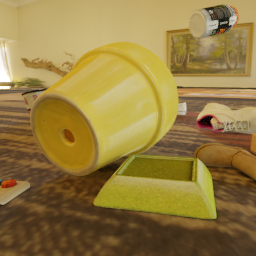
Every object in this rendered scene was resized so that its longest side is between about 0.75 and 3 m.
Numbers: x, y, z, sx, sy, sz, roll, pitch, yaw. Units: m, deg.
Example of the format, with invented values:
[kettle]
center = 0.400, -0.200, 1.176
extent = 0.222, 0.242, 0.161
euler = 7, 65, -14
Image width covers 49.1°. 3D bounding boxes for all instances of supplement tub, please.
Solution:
[supplement tub]
center = 2.222, -2.763, 7.220
extent = 1.163, 0.713, 0.713
euler = -20, 17, -20

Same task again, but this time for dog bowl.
[dog bowl]
center = -3.263, -1.169, 12.799
extent = 2.912, 1.074, 2.912
euler = -8, 3, 0

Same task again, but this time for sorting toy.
[sorting toy]
center = -2.214, 1.021, 4.393
extent = 0.848, 0.152, 1.138
euler = 2, 11, 13

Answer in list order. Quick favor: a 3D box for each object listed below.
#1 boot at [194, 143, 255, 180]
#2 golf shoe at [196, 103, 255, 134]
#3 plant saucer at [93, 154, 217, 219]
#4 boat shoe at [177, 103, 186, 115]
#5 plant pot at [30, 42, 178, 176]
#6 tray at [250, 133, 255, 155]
[boot]
center = 2.145, 0.685, 5.337
extent = 1.312, 0.495, 1.498
euler = -2, 11, -10
[golf shoe]
center = 3.483, -0.155, 9.347
extent = 1.172, 0.965, 2.562
euler = -33, 30, -35
[plant saucer]
center = 0.529, 0.827, 4.703
extent = 1.768, 0.424, 1.771
euler = 3, 10, 14
[boat shoe]
center = 1.887, -1.081, 14.225
extent = 2.140, 0.747, 0.759
euler = 3, 11, 18
[plant pot]
center = -0.570, -0.313, 5.949
extent = 2.597, 2.597, 2.443
euler = 6, 28, 31
[tray]
center = 4.398, 0.510, 6.259
extent = 2.786, 0.516, 1.374
euler = 2, 10, 6
